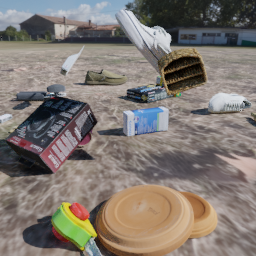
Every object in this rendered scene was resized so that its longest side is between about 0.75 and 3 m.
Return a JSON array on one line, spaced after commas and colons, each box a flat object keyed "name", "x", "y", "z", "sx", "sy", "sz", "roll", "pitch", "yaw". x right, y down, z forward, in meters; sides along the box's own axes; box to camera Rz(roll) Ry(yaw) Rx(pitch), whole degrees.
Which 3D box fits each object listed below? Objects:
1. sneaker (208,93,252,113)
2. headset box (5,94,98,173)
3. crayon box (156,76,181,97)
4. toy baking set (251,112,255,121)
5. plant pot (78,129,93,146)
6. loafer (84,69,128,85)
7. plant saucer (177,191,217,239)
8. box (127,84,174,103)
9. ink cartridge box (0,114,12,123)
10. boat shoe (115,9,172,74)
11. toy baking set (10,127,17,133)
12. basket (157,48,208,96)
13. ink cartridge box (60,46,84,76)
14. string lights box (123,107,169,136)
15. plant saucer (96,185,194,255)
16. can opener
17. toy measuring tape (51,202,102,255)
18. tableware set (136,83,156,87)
[{"name": "sneaker", "x": 4.650, "y": -1.094, "z": 12.829, "sx": 2.272, "sy": 0.868, "sz": 0.914, "roll": -13, "pitch": 34, "yaw": -28}, {"name": "headset box", "x": -2.300, "y": 0.162, "z": 8.286, "sx": 1.718, "sy": 0.891, "sz": 2.308, "roll": 14, "pitch": 55, "yaw": 35}, {"name": "crayon box", "x": 2.320, "y": -2.397, "z": 16.023, "sx": 0.462, "sy": 0.942, "sz": 1.586, "roll": -18, "pitch": 28, "yaw": -39}, {"name": "toy baking set", "x": 6.283, "y": -0.259, "z": 11.238, "sx": 2.051, "sy": 0.311, "sz": 2.672, "roll": 0, "pitch": 21, "yaw": 1}, {"name": "plant pot", "x": -1.610, "y": 0.112, "z": 9.404, "sx": 1.011, "sy": 1.011, "sz": 0.905, "roll": -7, "pitch": 33, "yaw": -18}, {"name": "loafer", "x": -1.445, "y": -3.392, "z": 18.597, "sx": 2.897, "sy": 0.977, "sz": 1.101, "roll": -3, "pitch": 21, "yaw": -9}, {"name": "plant saucer", "x": 1.184, "y": 1.760, "z": 5.968, "sx": 1.407, "sy": 0.263, "sz": 1.407, "roll": 0, "pitch": 21, "yaw": 0}, {"name": "box", "x": 1.227, "y": -1.927, "z": 15.410, "sx": 2.104, "sy": 0.484, "sz": 1.672, "roll": -17, "pitch": 27, "yaw": -38}, {"name": "ink cartridge box", "x": -5.464, "y": -0.420, "z": 11.848, "sx": 0.833, "sy": 0.238, "sz": 0.677, "roll": 10, "pitch": 23, "yaw": 13}, {"name": "boat shoe", "x": 0.728, "y": -2.337, "z": 7.712, "sx": 2.765, "sy": 0.904, "sz": 1.017, "roll": 37, "pitch": 17, "yaw": -45}, {"name": "toy baking set", "x": -3.577, "y": 0.015, "z": 10.642, "sx": 1.897, "sy": 0.221, "sz": 1.456, "roll": -15, "pitch": 25, "yaw": -34}, {"name": "basket", "x": 1.397, "y": -1.503, "z": 7.254, "sx": 1.125, "sy": 0.803, "sz": 0.838, "roll": -15, "pitch": 47, "yaw": 8}, {"name": "ink cartridge box", "x": -2.599, "y": -3.155, "z": 12.918, "sx": 0.414, "sy": 1.452, "sz": 1.180, "roll": 29, "pitch": -10, "yaw": -14}, {"name": "string lights box", "x": 0.669, "y": -0.259, "z": 10.473, "sx": 1.656, "sy": 0.851, "sz": 0.488, "roll": -8, "pitch": 22, "yaw": -19}, {"name": "plant saucer", "x": 0.315, "y": 1.721, "z": 5.608, "sx": 1.960, "sy": 0.316, "sz": 1.960, "roll": -7, "pitch": 24, "yaw": 3}, {"name": "can opener", "x": -4.575, "y": -1.916, "z": 14.839, "sx": 2.604, "sy": 0.871, "sz": 0.695, "roll": 0, "pitch": 21, "yaw": 0}, {"name": "toy measuring tape", "x": -0.919, "y": 1.888, "z": 4.973, "sx": 0.727, "sy": 0.727, "sz": 1.975, "roll": -10, "pitch": 23, "yaw": -25}, {"name": "tableware set", "x": 1.460, "y": -2.650, "z": 17.733, "sx": 1.505, "sy": 0.209, "sz": 1.802, "roll": 9, "pitch": 23, "yaw": 24}]
